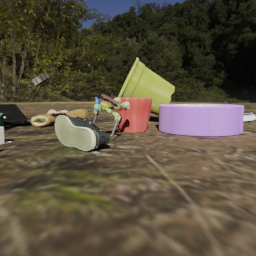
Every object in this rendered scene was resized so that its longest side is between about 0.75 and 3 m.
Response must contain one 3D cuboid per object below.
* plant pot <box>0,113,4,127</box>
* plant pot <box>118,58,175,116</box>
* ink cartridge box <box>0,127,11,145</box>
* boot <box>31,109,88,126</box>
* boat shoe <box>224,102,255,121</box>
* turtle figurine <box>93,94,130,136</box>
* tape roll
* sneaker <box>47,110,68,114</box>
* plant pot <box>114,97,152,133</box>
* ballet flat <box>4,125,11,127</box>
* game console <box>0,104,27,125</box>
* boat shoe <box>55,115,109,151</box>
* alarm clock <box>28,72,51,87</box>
[{"bbox_3d":[-4.703,-0.138,9.694,0.605,0.604,0.855,-2,14,-13],"label":"plant pot"},{"bbox_3d":[0.842,-1.644,12.639,2.120,2.306,2.306,26,5,-6],"label":"plant pot"},{"bbox_3d":[-3.730,0.221,7.026,0.817,0.470,1.410,3,7,20],"label":"ink cartridge box"},{"bbox_3d":[-2.832,-0.406,11.891,1.659,0.627,1.895,-11,1,24],"label":"boot"},{"bbox_3d":[4.706,-0.828,13.732,2.863,0.948,1.001,4,8,31],"label":"boat shoe"},{"bbox_3d":[-0.534,-0.420,8.076,0.838,1.164,1.129,-14,7,46],"label":"turtle figurine"},{"bbox_3d":[2.535,-0.356,9.909,2.879,0.945,2.879,0,8,0],"label":"tape roll"},{"bbox_3d":[-3.338,-0.543,13.532,1.454,0.569,0.561,4,-12,28],"label":"sneaker"},{"bbox_3d":[0.196,-0.484,9.864,1.347,1.192,1.347,0,6,0],"label":"plant pot"},{"bbox_3d":[-4.940,-0.142,11.024,0.271,0.271,0.755,5,8,36],"label":"ballet flat"},{"bbox_3d":[-5.624,-0.226,11.386,2.288,1.331,2.012,-8,38,-45],"label":"game console"},{"bbox_3d":[-1.173,0.092,6.998,0.662,0.746,1.997,-4,9,-39],"label":"boat shoe"},{"bbox_3d":[-2.994,-1.579,9.326,0.840,0.279,0.566,-43,15,-29],"label":"alarm clock"}]
